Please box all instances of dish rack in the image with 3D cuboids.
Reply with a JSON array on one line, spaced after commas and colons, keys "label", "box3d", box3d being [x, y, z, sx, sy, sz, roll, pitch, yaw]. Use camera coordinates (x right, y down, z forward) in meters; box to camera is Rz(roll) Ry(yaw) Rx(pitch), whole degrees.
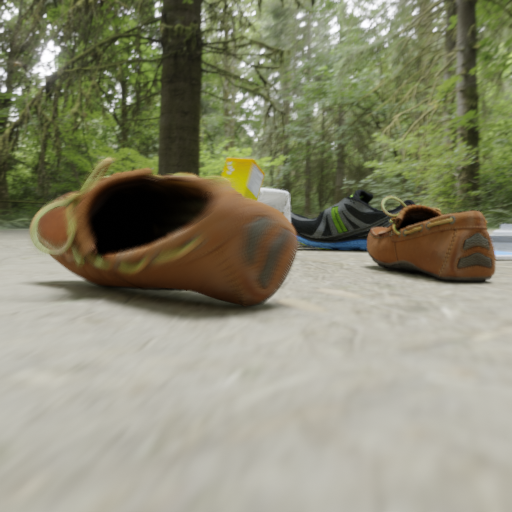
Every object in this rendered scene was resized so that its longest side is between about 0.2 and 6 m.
[{"label": "dish rack", "box3d": [6.542, -0.345, 11.659, 3.099, 0.675, 2.659, 2, 5, 42]}]

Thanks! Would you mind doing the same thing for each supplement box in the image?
[{"label": "supplement box", "box3d": [-0.304, -1.110, 9.611, 0.551, 1.006, 0.547, 8, -17, 26]}]

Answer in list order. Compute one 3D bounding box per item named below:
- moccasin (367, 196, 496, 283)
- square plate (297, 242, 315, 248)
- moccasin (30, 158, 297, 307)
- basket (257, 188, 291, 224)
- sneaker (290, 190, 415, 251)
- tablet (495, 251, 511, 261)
[{"label": "moccasin", "box3d": [2.143, -0.275, 7.353, 0.971, 1.024, 2.653, 0, 4, -4]}, {"label": "square plate", "box3d": [2.319, -0.413, 14.987, 2.420, 0.347, 2.443, 1, 4, 23]}, {"label": "moccasin", "box3d": [-1.207, -0.279, 5.189, 3.322, 1.215, 1.282, 15, -21, 47]}, {"label": "basket", "box3d": [-0.156, -0.624, 10.928, 1.182, 1.299, 1.916, -1, 3, 21]}, {"label": "sneaker", "box3d": [2.126, -0.813, 12.906, 3.365, 1.394, 1.193, 2, 3, 29]}, {"label": "tablet", "box3d": [4.236, -0.023, 10.578, 1.182, 0.124, 1.816, -1, 5, -14]}]
